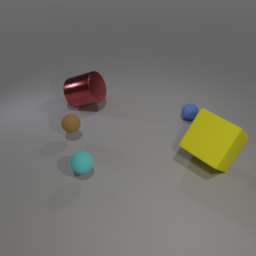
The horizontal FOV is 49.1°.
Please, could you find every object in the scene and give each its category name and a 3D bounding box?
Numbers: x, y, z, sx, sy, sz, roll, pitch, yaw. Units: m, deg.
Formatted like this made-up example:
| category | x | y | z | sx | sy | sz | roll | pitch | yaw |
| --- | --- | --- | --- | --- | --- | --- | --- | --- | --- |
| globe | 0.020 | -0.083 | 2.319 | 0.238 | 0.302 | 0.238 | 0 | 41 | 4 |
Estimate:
| category | x | y | z | sx | sy | sz | roll | pitch | yaw |
| --- | --- | --- | --- | --- | --- | --- | --- | --- | --- |
| cube | 2.763 | 0.422 | 8.980 | 1.400 | 1.400 | 1.400 | 35 | 7 | 33 |
| cylinder | -1.906 | -1.706 | 12.511 | 1.400 | 1.400 | 1.400 | -9 | 27 | 28 |
| ball | -2.104 | -0.169 | 10.332 | 0.700 | 0.700 | 0.700 | 0 | 33 | 0 |
| ball | 2.642 | -0.697 | 11.924 | 0.700 | 0.700 | 0.700 | 0 | 33 | 0 |
| ball | -1.418 | 1.060 | 8.605 | 0.700 | 0.700 | 0.700 | 0 | 33 | 0 |
